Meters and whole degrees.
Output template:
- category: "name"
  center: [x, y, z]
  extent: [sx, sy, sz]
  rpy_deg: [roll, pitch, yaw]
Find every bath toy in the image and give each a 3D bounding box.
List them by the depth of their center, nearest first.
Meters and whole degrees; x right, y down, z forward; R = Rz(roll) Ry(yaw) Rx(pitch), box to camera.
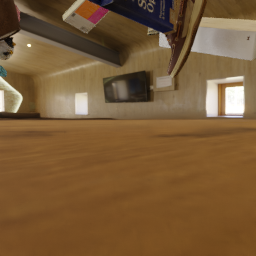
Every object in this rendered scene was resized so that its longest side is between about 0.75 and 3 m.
- category: "bath toy"
  center: [-2.829, -2.389, 6.131]
  extent: [0.910, 2.462, 1.070]
  rpy_deg: [8, -6, 22]

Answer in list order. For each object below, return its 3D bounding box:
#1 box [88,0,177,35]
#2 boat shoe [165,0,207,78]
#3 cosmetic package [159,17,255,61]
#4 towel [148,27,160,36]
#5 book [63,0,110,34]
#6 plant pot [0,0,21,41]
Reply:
- category: "box"
  center: [0.165, -2.775, 5.269]
  extent: [0.382, 1.429, 2.359]
  rpy_deg: [2, 2, 43]
- category: "boat shoe"
  center: [1.221, -2.232, 6.673]
  extent: [0.723, 2.008, 0.724]
  rpy_deg: [21, 20, 13]
- category: "cosmetic package"
  center: [2.544, -2.506, 7.562]
  extent: [2.069, 0.709, 2.744]
  rpy_deg: [-21, 33, -38]
- category: "towel"
  center: [1.402, -4.445, 11.605]
  extent: [1.197, 1.243, 0.215]
  rpy_deg: [-3, -21, 22]
- category: "book"
  center: [-1.353, -4.184, 9.989]
  extent: [1.689, 0.406, 1.128]
  rpy_deg: [-31, -30, 31]
- category: "plant pot"
  center: [-2.508, -2.215, 5.052]
  extent: [1.105, 1.182, 1.105]
  rpy_deg: [-25, 18, 9]
